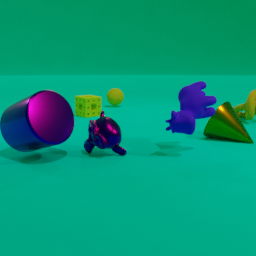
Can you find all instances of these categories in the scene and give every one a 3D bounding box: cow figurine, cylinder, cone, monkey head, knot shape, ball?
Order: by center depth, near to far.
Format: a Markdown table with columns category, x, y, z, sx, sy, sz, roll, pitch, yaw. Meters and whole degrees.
| category | x | y | z | sx | sy | sz | roll | pitch | yaw |
| --- | --- | --- | --- | --- | --- | --- | --- | --- | --- |
| cylinder | -1.789 | -0.110 | 5.541 | 1.056 | 1.056 | 1.056 | -14 | 0 | 40 |
| cow figurine | 1.214 | -0.408 | 5.730 | 1.133 | 0.632 | 1.151 | -14 | 49 | -3 |
| monkey head | -0.529 | 0.183 | 5.863 | 0.686 | 0.819 | 1.138 | -9 | 59 | -42 |
| cone | 2.636 | 0.068 | 6.925 | 1.073 | 1.069 | 1.069 | 39 | 32 | 29 |
| knot shape | 4.143 | -0.734 | 9.446 | 1.479 | 0.683 | 1.384 | -34 | -14 | -31 |
| ball | -0.605 | -1.472 | 13.261 | 0.811 | 0.811 | 0.811 | 0 | 12 | 0 |

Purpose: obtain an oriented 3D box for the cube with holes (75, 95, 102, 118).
| category | x | y | z | sx | sy | sz | roll | pitch | yaw |
| --- | --- | --- | --- | --- | --- | --- | --- | --- | --- |
| cube with holes | -1.519 | -0.844 | 10.688 | 0.724 | 0.724 | 0.724 | -11 | 19 | -42 |
